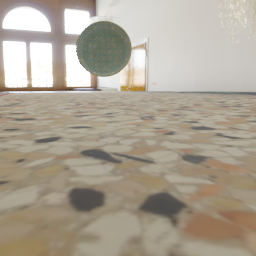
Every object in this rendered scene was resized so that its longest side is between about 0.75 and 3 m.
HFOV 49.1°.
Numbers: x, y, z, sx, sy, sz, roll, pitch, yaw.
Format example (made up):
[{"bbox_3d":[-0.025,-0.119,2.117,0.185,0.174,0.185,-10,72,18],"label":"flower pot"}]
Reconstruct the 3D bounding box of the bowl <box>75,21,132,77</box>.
[{"bbox_3d":[-0.666,-2.104,7.827,1.511,1.511,0.813,-1,-1,-3],"label":"bowl"}]
